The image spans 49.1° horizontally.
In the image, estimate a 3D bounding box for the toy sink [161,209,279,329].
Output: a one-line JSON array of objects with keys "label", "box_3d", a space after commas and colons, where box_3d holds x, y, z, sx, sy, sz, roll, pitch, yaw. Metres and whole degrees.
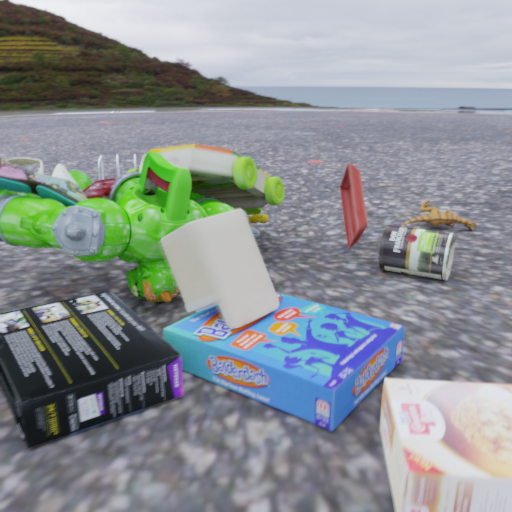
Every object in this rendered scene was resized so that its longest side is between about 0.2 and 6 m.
[{"label": "toy sink", "box_3d": [-0.440, 0.217, 6.740, 0.853, 1.309, 0.733, -21, -2, -45]}]

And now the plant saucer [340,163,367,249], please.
[{"label": "plant saucer", "box_3d": [1.761, -0.883, 10.094, 0.232, 1.261, 1.263, -5, -14, 0]}]

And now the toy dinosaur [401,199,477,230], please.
[{"label": "toy dinosaur", "box_3d": [3.753, -0.819, 11.955, 1.843, 0.557, 0.979, -2, 20, -4]}]

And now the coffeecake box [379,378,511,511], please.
[{"label": "coffeecake box", "box_3d": [1.957, 1.629, 4.604, 1.693, 0.618, 1.299, 2, 19, 5]}]

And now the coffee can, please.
[{"label": "coffee can", "box_3d": [2.673, -0.063, 9.314, 1.083, 0.792, 0.792, 9, 21, 25]}]

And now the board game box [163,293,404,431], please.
[{"label": "board game box", "box_3d": [0.319, 1.037, 6.508, 2.251, 0.506, 1.712, 12, 22, 34]}]

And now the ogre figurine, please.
[{"label": "ogre figurine", "box_3d": [-1.902, -0.547, 8.534, 4.258, 2.089, 2.553, 23, -3, -41]}]

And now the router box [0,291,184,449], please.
[{"label": "router box", "box_3d": [-2.006, 1.104, 6.245, 1.616, 0.553, 2.167, -12, 22, -31]}]

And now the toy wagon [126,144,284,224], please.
[{"label": "toy wagon", "box_3d": [-0.748, -1.244, 10.517, 2.493, 0.636, 3.213, 0, -10, 28]}]

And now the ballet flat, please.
[{"label": "ballet flat", "box_3d": [-3.035, -1.066, 7.865, 1.631, 0.580, 0.564, 17, -23, -5]}]

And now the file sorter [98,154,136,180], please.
[{"label": "file sorter", "box_3d": [-3.102, -1.989, 14.437, 1.883, 1.173, 1.307, -4, 19, -11]}]
